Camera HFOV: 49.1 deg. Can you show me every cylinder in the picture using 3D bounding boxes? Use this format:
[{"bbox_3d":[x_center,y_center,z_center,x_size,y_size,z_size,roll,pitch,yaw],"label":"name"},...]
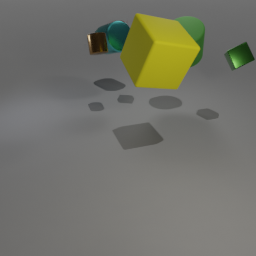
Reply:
[{"bbox_3d":[-0.722,-4.299,13.431,1.400,1.400,1.400,-18,18,-30],"label":"cylinder"},{"bbox_3d":[-1.116,-3.099,10.339,0.700,0.700,0.700,-8,9,1],"label":"cylinder"},{"bbox_3d":[2.220,-3.304,10.868,1.400,1.400,1.400,-4,61,8],"label":"cylinder"}]

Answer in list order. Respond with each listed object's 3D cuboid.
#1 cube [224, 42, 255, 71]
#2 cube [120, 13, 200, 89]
[{"bbox_3d":[3.933,-2.524,9.932,0.700,0.700,0.700,-26,1,11],"label":"cube"},{"bbox_3d":[0.803,-2.048,7.656,1.400,1.400,1.400,-1,48,-27],"label":"cube"}]
